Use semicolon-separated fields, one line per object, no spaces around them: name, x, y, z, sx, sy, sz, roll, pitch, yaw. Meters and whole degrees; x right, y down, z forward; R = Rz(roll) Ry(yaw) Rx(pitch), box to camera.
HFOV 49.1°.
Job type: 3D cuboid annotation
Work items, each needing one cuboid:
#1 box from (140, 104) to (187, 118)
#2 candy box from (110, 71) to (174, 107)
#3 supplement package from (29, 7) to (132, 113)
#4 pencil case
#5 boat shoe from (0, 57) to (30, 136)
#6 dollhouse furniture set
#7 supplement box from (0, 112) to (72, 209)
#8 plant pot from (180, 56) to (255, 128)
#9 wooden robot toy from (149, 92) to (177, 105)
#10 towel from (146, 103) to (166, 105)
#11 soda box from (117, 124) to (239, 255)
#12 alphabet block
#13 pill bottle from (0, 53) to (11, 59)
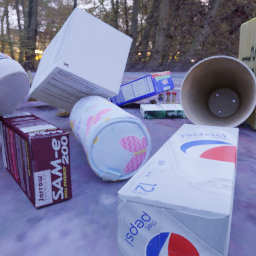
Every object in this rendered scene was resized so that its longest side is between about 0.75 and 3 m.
box;1.328;-0.577;9.519;1.717;0.312;1.239;-2;14;-2
candy box;0.540;-1.528;11.114;2.074;0.799;1.753;-14;4;33
supplement package;-1.251;-1.399;6.764;1.405;1.459;2.565;22;-17;-27
pencil case;-0.458;0.068;5.137;1.005;1.097;2.417;38;-1;-23
boat shoe;-2.550;-0.571;4.950;1.034;1.019;2.917;-39;3;-31
dollhouse furniture set;-2.765;-1.217;10.483;2.555;1.936;2.915;-12;-4;-41
supplement box;-1.435;0.361;4.172;0.533;0.953;1.750;-10;17;-33
plant pot;2.633;-0.841;7.926;1.892;1.892;2.020;6;1;24
wooden robot toy;1.525;-0.970;10.605;1.501;0.661;0.681;3;24;12
towel;1.265;-0.967;11.520;1.002;0.119;0.736;0;13;1
soda box;0.759;0.641;3.158;0.825;0.888;2.600;6;14;22
alphabet block;4.864;-1.614;8.006;2.913;2.983;2.929;2;14;7
pill bottle;-3.166;-1.256;5.409;0.946;0.946;1.698;8;-5;31
